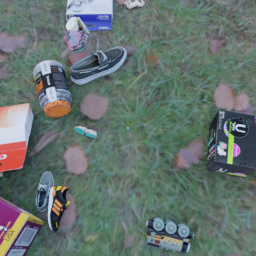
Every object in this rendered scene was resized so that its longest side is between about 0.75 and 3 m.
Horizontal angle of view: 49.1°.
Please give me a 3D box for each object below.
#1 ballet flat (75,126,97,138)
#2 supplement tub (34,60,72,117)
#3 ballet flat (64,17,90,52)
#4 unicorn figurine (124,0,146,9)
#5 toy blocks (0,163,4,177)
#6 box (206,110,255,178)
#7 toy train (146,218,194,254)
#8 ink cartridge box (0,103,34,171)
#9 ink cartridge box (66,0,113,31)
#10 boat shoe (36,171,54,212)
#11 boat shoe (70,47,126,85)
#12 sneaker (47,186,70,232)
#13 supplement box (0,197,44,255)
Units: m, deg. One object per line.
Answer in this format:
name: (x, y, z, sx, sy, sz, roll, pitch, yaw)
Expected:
ballet flat: (-1.559, 0.134, 10.463, 0.873, 0.330, 0.279, 23, 38, 5)
supplement tub: (-2.835, -1.465, 10.631, 1.198, 1.198, 1.956, -16, 67, -7)
ballet flat: (-1.785, -3.302, 9.598, 0.834, 0.858, 2.412, -16, 29, 2)
unicorn figurine: (0.344, -5.825, 13.045, 0.928, 0.343, 0.637, -32, 80, 2)
toy blocks: (-4.469, 1.054, 9.882, 1.506, 0.547, 1.255, -25, 68, -11)
box: (3.611, 0.561, 9.743, 1.429, 1.196, 1.924, 10, 66, 4)
toy train: (1.277, 3.396, 8.852, 1.522, 0.648, 0.867, 13, 79, 4)
ink cartridge box: (-4.597, 0.314, 9.537, 2.285, 0.706, 2.818, -8, 38, -3)
ink cartridge box: (-1.736, -5.382, 12.765, 2.078, 0.423, 2.082, -2, 66, -1)
boat shoe: (-2.835, 2.106, 9.485, 0.496, 0.421, 1.361, 3, 66, 1)
boat shoe: (-1.139, -2.634, 11.291, 2.567, 0.910, 0.925, -35, 71, -14)
sneaker: (-2.243, 2.627, 9.205, 0.662, 0.515, 1.471, -6, 64, 1)
supplement box: (-4.170, 2.758, 8.501, 2.597, 1.700, 1.340, 25, 69, 11)
